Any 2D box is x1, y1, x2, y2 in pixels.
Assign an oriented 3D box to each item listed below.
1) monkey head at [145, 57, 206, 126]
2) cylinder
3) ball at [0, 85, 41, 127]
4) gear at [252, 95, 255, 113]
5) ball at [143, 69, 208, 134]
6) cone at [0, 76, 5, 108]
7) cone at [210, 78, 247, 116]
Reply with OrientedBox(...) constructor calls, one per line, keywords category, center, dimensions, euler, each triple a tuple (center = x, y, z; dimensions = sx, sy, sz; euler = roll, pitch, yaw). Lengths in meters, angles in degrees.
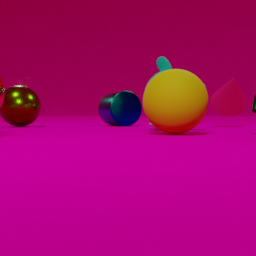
OrientedBox(category="monkey head", center=(1.048, -0.812, 6.566), dimensions=(1.091, 1.810, 1.302), euler=(23, -25, -35))
OrientedBox(category="cylinder", center=(-0.274, -0.622, 9.118), dimensions=(1.103, 1.103, 1.103), euler=(-1, 3, -27))
OrientedBox(category="ball", center=(-3.212, -0.650, 8.312), dimensions=(1.220, 1.220, 1.220), euler=(0, 3, 0))
OrientedBox(category="gear", center=(2.990, -0.337, 4.711), dimensions=(1.606, 0.297, 1.606), euler=(16, -15, 4))
OrientedBox(category="ball", center=(0.839, -0.467, 5.001), dimensions=(1.148, 1.148, 1.148), euler=(0, 3, 0))
OrientedBox(category="cone", center=(-2.477, -0.215, 3.875), dimensions=(1.438, 1.438, 1.444), euler=(-1, 33, -24))
OrientedBox(category="cone", center=(3.056, -1.110, 8.324), dimensions=(1.084, 1.084, 1.088), euler=(0, -34, 11))
